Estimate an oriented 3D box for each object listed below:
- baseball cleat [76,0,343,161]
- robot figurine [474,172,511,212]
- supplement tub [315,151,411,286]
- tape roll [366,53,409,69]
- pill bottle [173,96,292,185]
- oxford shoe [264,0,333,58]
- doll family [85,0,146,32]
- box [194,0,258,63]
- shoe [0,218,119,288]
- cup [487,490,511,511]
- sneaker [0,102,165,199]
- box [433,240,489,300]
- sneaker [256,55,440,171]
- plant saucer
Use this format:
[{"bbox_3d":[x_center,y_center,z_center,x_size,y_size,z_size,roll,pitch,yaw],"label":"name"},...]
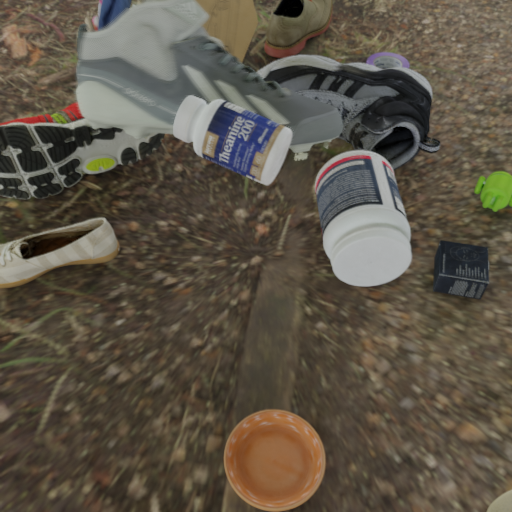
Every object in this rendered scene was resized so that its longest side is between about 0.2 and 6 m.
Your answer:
[{"bbox_3d":[-0.432,-2.241,6.982,3.470,1.847,1.210,0,28,-16],"label":"baseball cleat"},{"bbox_3d":[4.023,-1.092,9.326,0.692,0.456,0.789,22,53,18],"label":"robot figurine"},{"bbox_3d":[1.575,-0.577,8.352,1.256,1.256,1.789,-1,50,-1],"label":"supplement tub"},{"bbox_3d":[2.772,-3.960,11.882,0.887,0.291,0.887,-1,49,1],"label":"tape roll"},{"bbox_3d":[-0.260,-1.260,5.947,1.162,0.645,0.645,24,53,6],"label":"pill bottle"},{"bbox_3d":[1.091,-5.584,12.769,0.980,1.040,2.781,19,52,16],"label":"oxford shoe"},{"bbox_3d":[-2.061,-3.367,8.635,2.232,1.385,1.006,33,29,23],"label":"doll family"},{"bbox_3d":[-0.625,-3.605,8.543,0.263,2.021,2.473,7,61,19],"label":"box"},{"bbox_3d":[-3.220,-0.104,8.381,2.240,0.598,0.783,-13,51,-11],"label":"shoe"},{"bbox_3d":[2.793,2.826,5.602,1.185,0.848,1.185,2,81,-11],"label":"cup"},{"bbox_3d":[-3.344,-2.007,9.819,3.466,1.335,1.472,-16,36,-20],"label":"sneaker"},{"bbox_3d":[3.002,0.198,8.230,0.692,0.436,0.704,11,50,9],"label":"box"},{"bbox_3d":[1.487,-2.452,9.877,3.550,1.340,2.020,2,47,-2],"label":"sneaker"},{"bbox_3d":[0.212,2.375,6.519,1.167,0.218,1.167,1,49,-1],"label":"plant saucer"}]
